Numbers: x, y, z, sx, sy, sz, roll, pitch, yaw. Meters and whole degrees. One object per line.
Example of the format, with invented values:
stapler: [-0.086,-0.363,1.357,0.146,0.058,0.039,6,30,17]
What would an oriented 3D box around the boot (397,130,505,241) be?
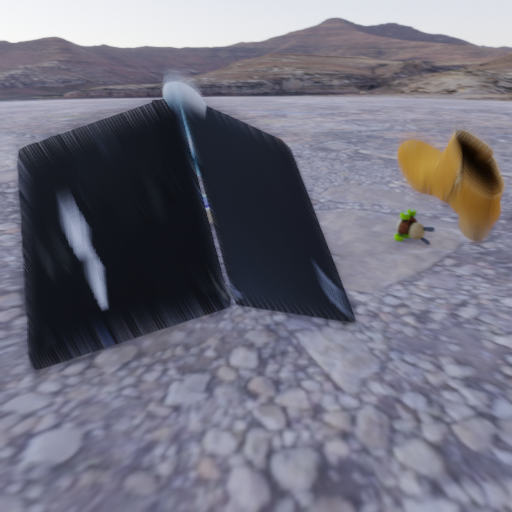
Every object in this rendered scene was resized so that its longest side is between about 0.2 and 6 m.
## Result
boot: [3.346,-1.607,9.684,0.922,1.876,2.620,-28,60,-2]

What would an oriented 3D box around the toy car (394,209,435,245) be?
toy car: [3.037,-0.495,10.594,0.677,0.556,0.534,27,32,33]

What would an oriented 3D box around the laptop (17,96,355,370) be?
laptop: [-0.971,-0.291,7.476,3.645,1.883,3.230,-19,61,3]

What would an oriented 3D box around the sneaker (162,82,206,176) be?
sneaker: [-1.445,-2.755,12.512,0.861,2.331,0.955,-9,51,18]

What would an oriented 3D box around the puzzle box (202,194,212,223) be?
puzzle box: [-2.128,-1.061,12.371,2.684,0.341,1.786,7,21,19]
